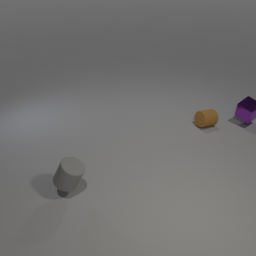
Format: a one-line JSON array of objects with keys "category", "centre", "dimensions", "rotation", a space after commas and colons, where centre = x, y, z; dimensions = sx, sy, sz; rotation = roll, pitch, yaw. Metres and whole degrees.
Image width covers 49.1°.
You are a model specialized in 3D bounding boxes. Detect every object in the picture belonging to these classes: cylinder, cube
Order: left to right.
[{"category": "cylinder", "centre": [-1.623, 1.269, 7.706], "dimensions": [0.700, 0.700, 0.700], "rotation": [23, 31, -14]}, {"category": "cylinder", "centre": [3.256, -0.408, 11.651], "dimensions": [0.700, 0.700, 0.700], "rotation": [-9, 30, -25]}, {"category": "cube", "centre": [4.947, -0.746, 11.528], "dimensions": [0.700, 0.700, 0.700], "rotation": [-33, 53, -19]}]
